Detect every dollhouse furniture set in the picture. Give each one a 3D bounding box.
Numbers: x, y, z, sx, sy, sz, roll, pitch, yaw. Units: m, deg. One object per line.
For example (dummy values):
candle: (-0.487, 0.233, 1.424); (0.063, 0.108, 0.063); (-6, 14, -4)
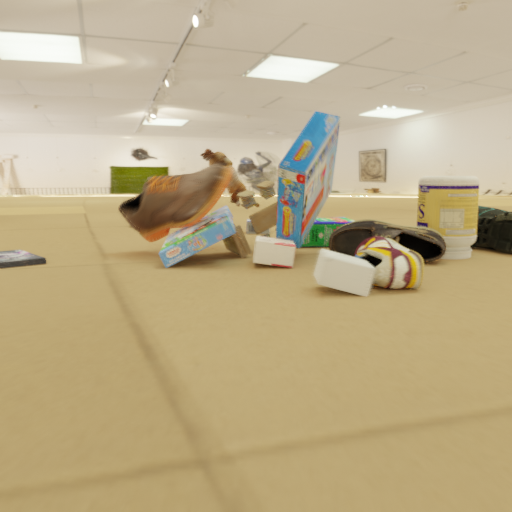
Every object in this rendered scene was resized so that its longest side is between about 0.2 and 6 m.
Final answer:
dollhouse furniture set: (0.050, -0.641, 11.626); (1.466, 1.347, 0.954); (-28, 19, -14)

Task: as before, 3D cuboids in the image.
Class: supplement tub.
supplement tub: (3.857, -0.797, 11.327); (1.176, 1.618, 1.176); (0, 8, 0)

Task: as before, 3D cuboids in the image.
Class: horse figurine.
horse figurine: (-0.613, -1.721, 12.196); (0.473, 1.894, 1.255); (-40, 36, -2)

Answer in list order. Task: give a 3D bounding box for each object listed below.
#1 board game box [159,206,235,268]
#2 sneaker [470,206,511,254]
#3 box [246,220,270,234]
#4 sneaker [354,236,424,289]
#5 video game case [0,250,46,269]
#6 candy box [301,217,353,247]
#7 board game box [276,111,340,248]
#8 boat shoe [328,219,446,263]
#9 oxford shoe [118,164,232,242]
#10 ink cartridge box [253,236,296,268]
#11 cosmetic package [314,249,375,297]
board game box: (-1.103, -0.413, 10.769); (1.403, 0.339, 1.855); (-27, 12, 2)
sneaker: (5.146, -0.581, 12.624); (1.167, 1.110, 2.945); (6, 12, -34)
box: (0.048, -0.832, 15.923); (0.658, 0.376, 0.716); (0, 8, -2)
sneaker: (1.790, 0.060, 8.648); (0.842, 0.700, 1.869); (4, 6, -15)
video game case: (-4.781, 0.064, 10.604); (1.092, 0.145, 1.529); (-7, 10, -39)
candy box: (1.537, -0.577, 13.325); (1.594, 0.614, 1.348); (-3, 10, -10)
board game box: (0.997, -1.473, 10.846); (0.534, 1.871, 1.911); (18, 49, 16)
boat shoe: (2.469, -0.256, 10.502); (2.195, 0.818, 0.805); (-1, 8, 5)
oxford shoe: (-1.657, -1.151, 11.035); (2.841, 1.013, 1.036); (-26, -52, 36)
ink cartridge box: (0.324, -0.085, 10.312); (0.725, 0.422, 1.001); (8, 7, 0)
cosmetic package: (1.230, 0.232, 7.923); (0.706, 0.436, 0.708); (15, 7, -1)
